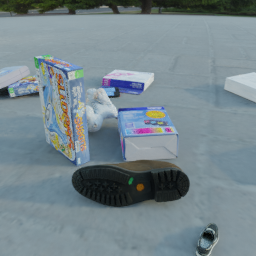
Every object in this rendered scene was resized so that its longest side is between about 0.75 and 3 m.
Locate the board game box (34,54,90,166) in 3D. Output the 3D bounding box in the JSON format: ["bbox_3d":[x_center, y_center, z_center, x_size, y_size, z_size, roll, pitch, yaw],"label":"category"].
[{"bbox_3d":[-1.824,-0.508,7.813,0.469,2.721,1.842,-22,34,-36],"label":"board game box"}]

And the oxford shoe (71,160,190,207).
[{"bbox_3d":[0.022,1.225,6.650,2.645,0.961,1.116,3,12,-1],"label":"oxford shoe"}]

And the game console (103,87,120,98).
[{"bbox_3d":[-0.863,-1.605,12.628,0.973,0.151,0.860,-5,31,-5],"label":"game console"}]

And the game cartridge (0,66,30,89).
[{"bbox_3d":[-5.986,-2.150,12.686,1.881,0.587,2.825,2,31,39],"label":"game cartridge"}]

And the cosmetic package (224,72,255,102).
[{"bbox_3d":[5.894,-1.776,12.495,1.861,0.638,2.469,-11,30,-24],"label":"cosmetic package"}]

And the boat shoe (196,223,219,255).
[{"bbox_3d":[1.572,2.119,5.423,0.331,0.264,0.876,13,30,23],"label":"boat shoe"}]

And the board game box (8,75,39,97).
[{"bbox_3d":[-4.161,-2.076,12.929,2.459,0.424,1.665,-13,25,-12],"label":"board game box"}]

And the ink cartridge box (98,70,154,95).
[{"bbox_3d":[-0.051,-2.314,13.741,2.177,0.480,2.217,9,28,17],"label":"ink cartridge box"}]

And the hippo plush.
[{"bbox_3d":[-1.125,-0.430,9.589,1.287,1.601,1.275,-49,17,-28],"label":"hippo plush"}]

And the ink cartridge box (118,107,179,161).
[{"bbox_3d":[0.511,0.027,8.807,1.599,0.895,2.344,-3,26,-6],"label":"ink cartridge box"}]
